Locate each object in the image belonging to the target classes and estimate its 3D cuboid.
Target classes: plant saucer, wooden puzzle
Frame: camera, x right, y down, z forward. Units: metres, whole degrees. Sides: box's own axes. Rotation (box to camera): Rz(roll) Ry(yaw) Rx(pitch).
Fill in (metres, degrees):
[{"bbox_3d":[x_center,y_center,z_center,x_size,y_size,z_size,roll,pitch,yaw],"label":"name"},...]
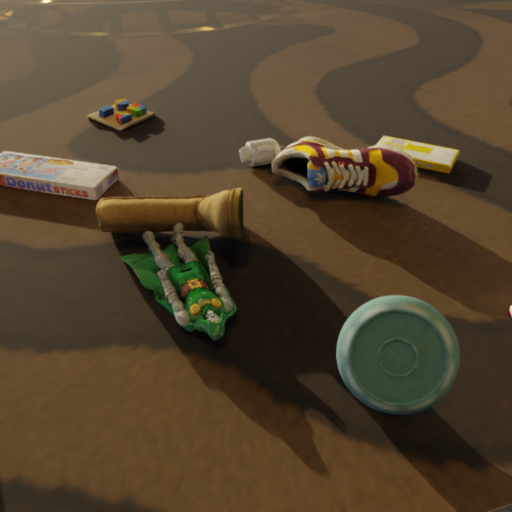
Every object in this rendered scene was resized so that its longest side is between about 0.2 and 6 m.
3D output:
[{"bbox_3d":[1.696,1.211,6.721,1.459,1.459,0.200,7,4,10],"label":"plant saucer"},{"bbox_3d":[-3.467,-3.684,14.393,1.356,0.314,1.256,22,41,27],"label":"wooden puzzle"}]

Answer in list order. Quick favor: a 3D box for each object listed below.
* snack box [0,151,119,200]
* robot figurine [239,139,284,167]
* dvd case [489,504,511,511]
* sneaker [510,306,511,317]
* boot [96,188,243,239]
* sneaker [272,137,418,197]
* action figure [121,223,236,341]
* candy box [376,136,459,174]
[{"bbox_3d":[-4.313,-1.688,11.591,2.733,0.332,0.983,10,37,13],"label":"snack box"},{"bbox_3d":[0.119,-2.254,12.204,0.951,0.537,0.806,-12,4,-17],"label":"robot figurine"},{"bbox_3d":[3.586,2.915,5.322,2.256,0.180,1.677,-10,37,-14],"label":"dvd case"},{"bbox_3d":[4.778,0.641,7.815,2.148,0.948,0.874,2,36,2],"label":"sneaker"},{"bbox_3d":[-1.444,-0.669,9.369,2.440,0.807,2.136,0,-1,-3],"label":"boot"},{"bbox_3d":[1.664,-1.604,10.927,2.814,1.055,1.268,15,34,34],"label":"sneaker"},{"bbox_3d":[-1.009,0.389,8.437,1.505,0.697,2.548,-19,40,-18],"label":"action figure"},{"bbox_3d":[3.541,-2.272,12.494,1.749,0.231,0.894,17,42,23],"label":"candy box"}]
